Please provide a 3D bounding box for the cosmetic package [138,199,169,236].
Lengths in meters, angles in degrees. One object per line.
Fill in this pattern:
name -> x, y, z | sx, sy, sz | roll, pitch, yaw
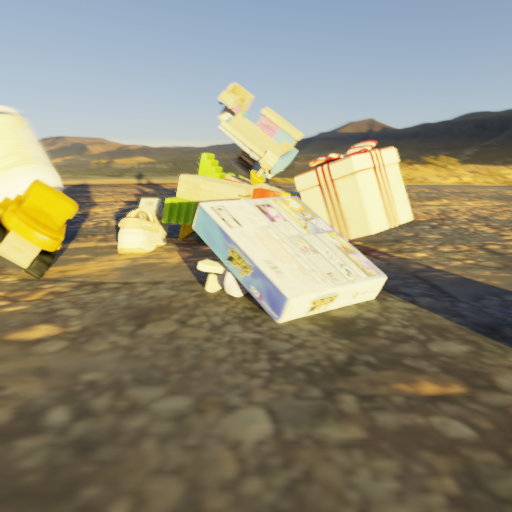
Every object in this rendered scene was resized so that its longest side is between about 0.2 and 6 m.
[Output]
cosmetic package -> -2.075, -0.774, 11.384 | 0.427, 0.813, 0.289 | 0, 50, 8

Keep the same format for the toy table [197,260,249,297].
toy table -> -0.281, 0.126, 6.251 | 0.466, 0.732, 0.796 | 21, 5, 22

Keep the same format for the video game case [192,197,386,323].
video game case -> 0.342, -0.040, 5.940 | 1.440, 0.361, 1.588 | -9, 43, -39

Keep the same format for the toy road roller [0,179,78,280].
toy road roller -> -2.846, -0.475, 7.268 | 0.902, 1.071, 1.468 | 36, 7, -25

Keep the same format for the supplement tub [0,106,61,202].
supplement tub -> -4.326, -1.414, 9.717 | 1.456, 2.008, 1.456 | -33, -12, -8

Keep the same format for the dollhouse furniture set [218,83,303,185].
dollhouse furniture set -> -0.371, -2.182, 11.298 | 2.069, 1.430, 2.191 | 38, 30, 3

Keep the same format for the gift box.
gift box -> 1.724, -1.123, 9.912 | 1.509, 1.527, 1.636 | -14, 5, 43

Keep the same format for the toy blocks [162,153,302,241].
toy blocks -> -0.002, -0.935, 10.914 | 2.300, 1.682, 3.365 | 14, 12, 14

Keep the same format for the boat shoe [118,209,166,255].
boat shoe -> -1.998, -0.493, 9.906 | 0.733, 0.688, 1.989 | -1, 9, -4
